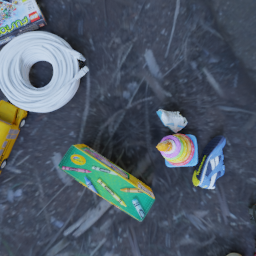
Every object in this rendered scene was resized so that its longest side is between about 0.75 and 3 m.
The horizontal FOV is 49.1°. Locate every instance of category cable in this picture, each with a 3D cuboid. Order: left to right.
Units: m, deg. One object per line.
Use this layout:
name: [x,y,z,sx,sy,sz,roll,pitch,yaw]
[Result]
cable: [-2.646,-1.682,8.441,2.410,0.834,2.409,40,90,2]

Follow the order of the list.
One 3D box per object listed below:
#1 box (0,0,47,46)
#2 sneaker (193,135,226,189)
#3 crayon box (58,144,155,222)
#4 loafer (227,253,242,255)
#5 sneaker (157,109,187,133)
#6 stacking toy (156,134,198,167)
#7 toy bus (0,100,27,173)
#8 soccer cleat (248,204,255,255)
box: [-3.961,-3.369,8.690,2.492,0.433,1.371,-26,88,-1]
sneaker: [2.583,1.046,8.467,0.703,0.632,1.709,25,88,-8]
crayon box: [-0.553,1.444,7.962,2.612,1.551,0.761,33,88,2]
loafer: [2.572,4.733,8.193,0.936,0.844,2.473,43,89,1]
sneaker: [1.271,-0.293,8.126,0.515,1.275,0.488,-38,56,19]
stacking toy: [1.225,0.560,7.807,1.030,1.775,0.974,-8,78,28]
toy bus: [-3.971,0.487,8.253,0.852,1.024,2.617,24,88,1]
soccer cleat: [4.286,3.361,8.255,1.027,0.831,2.379,-6,88,-2]
